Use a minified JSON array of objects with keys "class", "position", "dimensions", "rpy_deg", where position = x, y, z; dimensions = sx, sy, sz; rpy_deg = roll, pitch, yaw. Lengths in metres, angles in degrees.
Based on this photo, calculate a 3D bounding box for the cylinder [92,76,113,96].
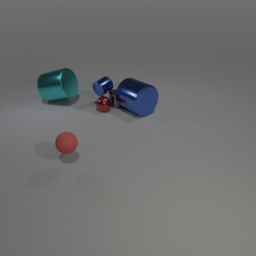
[{"class":"cylinder","position":[-1.145,-1.913,12.832],"dimensions":[0.700,0.700,0.700],"rpy_deg":[22,46,34]}]

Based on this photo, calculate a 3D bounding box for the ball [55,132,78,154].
[{"class":"ball","position":[-1.948,0.469,8.877],"dimensions":[0.700,0.700,0.700],"rpy_deg":[0,29,0]}]

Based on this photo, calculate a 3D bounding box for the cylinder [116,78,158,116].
[{"class":"cylinder","position":[0.398,-1.404,12.527],"dimensions":[1.400,1.400,1.400],"rpy_deg":[-22,36,-34]}]

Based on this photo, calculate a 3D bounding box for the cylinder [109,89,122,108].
[{"class":"cylinder","position":[-0.547,-1.384,13.225],"dimensions":[0.700,0.700,0.700],"rpy_deg":[0,29,0]}]

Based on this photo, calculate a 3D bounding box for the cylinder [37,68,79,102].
[{"class":"cylinder","position":[-3.312,-2.032,13.310],"dimensions":[1.400,1.400,1.400],"rpy_deg":[-7,24,26]}]

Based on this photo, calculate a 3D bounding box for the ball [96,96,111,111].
[{"class":"ball","position":[-1.112,-1.099,12.700],"dimensions":[0.700,0.700,0.700],"rpy_deg":[0,29,0]}]
